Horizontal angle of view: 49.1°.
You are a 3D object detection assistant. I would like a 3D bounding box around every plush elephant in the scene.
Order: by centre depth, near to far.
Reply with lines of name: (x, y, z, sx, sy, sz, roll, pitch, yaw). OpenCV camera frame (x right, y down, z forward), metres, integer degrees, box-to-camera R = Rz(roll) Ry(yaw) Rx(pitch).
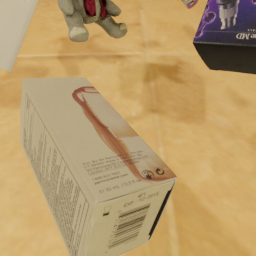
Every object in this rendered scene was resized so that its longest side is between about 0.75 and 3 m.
plush elephant: (-0.941, -3.990, 7.891, 2.137, 2.009, 2.595, -16, 67, -41)

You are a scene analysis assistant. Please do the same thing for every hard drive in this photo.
hard drive: (-2.725, -2.457, 5.661, 1.474, 2.235, 0.298, 19, 9, -34)

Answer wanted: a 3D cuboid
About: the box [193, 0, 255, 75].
box: (2.511, -2.265, 5.298, 1.700, 1.198, 2.298, 15, 82, 36)

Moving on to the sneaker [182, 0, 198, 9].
sneaker: (1.654, -4.165, 8.379, 0.527, 1.311, 0.580, -36, 63, 14)

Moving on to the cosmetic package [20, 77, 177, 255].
cosmetic package: (-0.755, 0.476, 4.680, 1.306, 1.547, 2.994, -9, 41, -33)
